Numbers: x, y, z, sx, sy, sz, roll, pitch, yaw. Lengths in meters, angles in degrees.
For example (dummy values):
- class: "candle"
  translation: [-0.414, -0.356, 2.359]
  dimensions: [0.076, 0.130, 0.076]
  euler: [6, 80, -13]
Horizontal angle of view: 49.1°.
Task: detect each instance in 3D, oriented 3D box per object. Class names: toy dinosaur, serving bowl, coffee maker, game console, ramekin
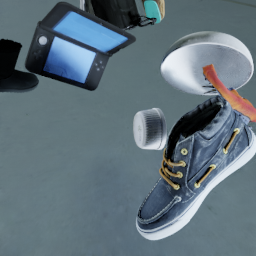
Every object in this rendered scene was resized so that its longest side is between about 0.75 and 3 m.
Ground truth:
- class: "toy dinosaur"
  translation: [2.258, -0.623, 5.924]
  dimensions: [2.222, 2.016, 1.167]
  euler: [-5, 65, 16]
- class: "serving bowl"
  translation: [1.707, -1.462, 6.153]
  dimensions: [1.933, 1.933, 0.636]
  euler: [7, 67, 7]
- class: "coffee maker"
  translation: [-0.457, -4.340, 8.659]
  dimensions: [2.374, 2.471, 1.665]
  euler: [-7, 30, 16]
- class: "game console"
  translation: [-0.983, -1.525, 5.738]
  dimensions: [1.738, 1.529, 1.012]
  euler: [14, 17, -36]
- class: "ramekin"
  translation: [0.423, 0.029, 5.794]
  dimensions: [0.459, 0.875, 0.875]
  euler: [-4, 44, -16]

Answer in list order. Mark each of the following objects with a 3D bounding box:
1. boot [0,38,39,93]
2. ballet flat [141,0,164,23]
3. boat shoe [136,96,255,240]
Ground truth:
- class: "boot"
  translation: [-2.981, -1.580, 7.148]
  dimensions: [1.700, 1.393, 0.629]
  euler: [-12, 56, -40]
- class: "ballet flat"
  translation: [0.842, -4.701, 9.497]
  dimensions: [0.927, 2.735, 0.989]
  euler: [10, 80, 18]
- class: "boat shoe"
  translation: [0.851, 0.649, 4.601]
  dimensions: [2.568, 1.166, 0.908]
  euler: [-45, 31, 3]
